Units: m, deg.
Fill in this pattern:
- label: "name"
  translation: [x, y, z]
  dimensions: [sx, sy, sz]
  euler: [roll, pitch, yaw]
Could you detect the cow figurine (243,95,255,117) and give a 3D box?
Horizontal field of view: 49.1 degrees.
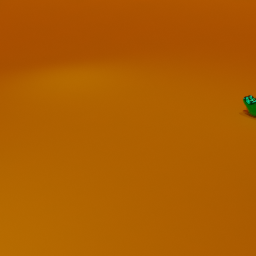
- label: "cow figurine"
  translation: [3.894, -0.538, 7.652]
  dimensions: [0.661, 1.185, 1.205]
  euler: [-16, -11, -44]
